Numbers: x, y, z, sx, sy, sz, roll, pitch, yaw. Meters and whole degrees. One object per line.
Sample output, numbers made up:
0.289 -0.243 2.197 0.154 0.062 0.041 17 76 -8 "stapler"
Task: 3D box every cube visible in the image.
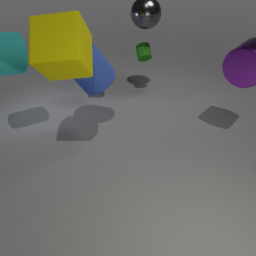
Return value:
-1.864 -2.281 8.010 1.400 1.400 1.400 -4 -10 7 "cube"

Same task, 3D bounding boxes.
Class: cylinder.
-1.401 -2.167 10.385 1.400 1.400 1.400 -22 44 22 "cylinder"
0.775 -3.722 13.736 0.700 0.700 0.700 -9 -12 -2 "cylinder"
-4.246 -2.453 9.320 1.400 1.400 1.400 -14 33 -33 "cylinder"
4.206 -2.267 9.675 1.400 1.400 1.400 23 41 33 "cylinder"

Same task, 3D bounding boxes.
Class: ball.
0.809 -5.192 12.663 1.400 1.400 1.400 0 31 0 "ball"
